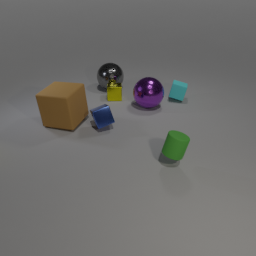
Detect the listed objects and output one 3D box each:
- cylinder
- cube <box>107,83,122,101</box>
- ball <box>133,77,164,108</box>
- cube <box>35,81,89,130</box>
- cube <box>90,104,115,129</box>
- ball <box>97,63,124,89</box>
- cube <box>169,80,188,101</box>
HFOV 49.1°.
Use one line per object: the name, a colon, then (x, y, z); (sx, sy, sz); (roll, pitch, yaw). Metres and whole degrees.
cylinder: (1.478, 0.531, 8.679); (0.700, 0.700, 0.700); (14, 23, -6)
cube: (-0.652, -1.764, 13.646); (0.700, 0.700, 0.700); (-1, 28, -2)
ball: (0.926, -1.587, 12.596); (1.400, 1.400, 1.400); (0, 29, 0)
cube: (-2.566, -0.918, 11.161); (1.400, 1.400, 1.400); (7, 33, 18)
cube: (-1.010, -0.466, 10.946); (0.700, 0.700, 0.700); (-23, 16, -10)
ball: (-0.916, -2.674, 14.533); (1.400, 1.400, 1.400); (0, 29, 0)
cube: (2.399, -1.805, 13.369); (0.700, 0.700, 0.700); (18, 26, 5)
